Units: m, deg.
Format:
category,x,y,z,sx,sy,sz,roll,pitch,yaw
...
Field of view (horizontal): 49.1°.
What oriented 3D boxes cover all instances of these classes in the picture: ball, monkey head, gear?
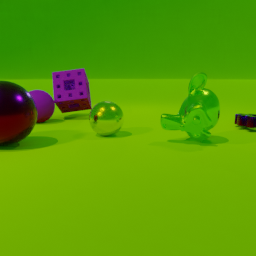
category,x,y,z,sx,sy,sz,roll,pitch,yaw
ball,-0.538,-0.234,7.018,0.880,0.880,0.880,0,11,0
monkey head,1.420,-0.339,6.355,1.266,1.760,1.060,4,47,17
ball,-2.855,-0.688,8.888,1.043,1.043,1.043,0,11,0
ball,-2.647,-0.311,5.951,1.376,1.376,1.376,0,11,0
gear,3.903,-0.187,7.944,1.614,0.298,1.614,3,8,0

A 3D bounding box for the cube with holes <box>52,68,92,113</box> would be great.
category,x,y,z,sx,sy,sz,roll,pitch,yaw
cube with holes,-1.948,-1.285,9.865,1.101,1.101,1.101,-8,-16,-2
